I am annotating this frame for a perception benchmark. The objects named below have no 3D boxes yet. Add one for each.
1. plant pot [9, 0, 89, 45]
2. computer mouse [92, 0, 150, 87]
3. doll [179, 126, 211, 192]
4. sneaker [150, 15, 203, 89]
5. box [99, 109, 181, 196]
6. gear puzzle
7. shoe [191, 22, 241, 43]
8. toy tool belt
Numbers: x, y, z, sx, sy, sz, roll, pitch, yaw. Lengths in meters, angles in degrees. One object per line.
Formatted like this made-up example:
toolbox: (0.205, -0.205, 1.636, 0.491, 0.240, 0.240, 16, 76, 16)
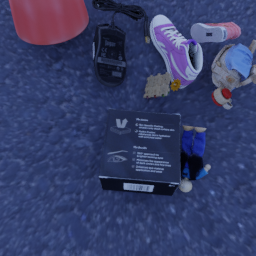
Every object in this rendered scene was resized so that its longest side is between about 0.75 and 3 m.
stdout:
plant pot: (-2.544, -4.147, 8.498, 2.489, 2.203, 2.489, -2, 50, 2)
computer mouse: (-0.231, -2.754, 9.341, 2.091, 0.685, 2.978, -1, 85, -25)
doll: (1.770, 0.908, 8.151, 1.303, 0.463, 1.909, 7, 92, 37)
sneaker: (1.607, -2.688, 8.762, 0.935, 1.471, 2.580, -21, 81, -19)
box: (0.361, 0.679, 7.850, 2.046, 1.222, 2.080, 5, 62, 2)
gear puzzle: (1.083, -1.302, 8.591, 0.197, 1.502, 0.778, 17, 81, -37)
shoe: (2.739, -3.026, 8.863, 0.750, 1.648, 0.589, -15, 116, -20)
toy tool belt: (3.226, -1.701, 8.306, 1.330, 1.309, 2.130, 36, 52, -14)
